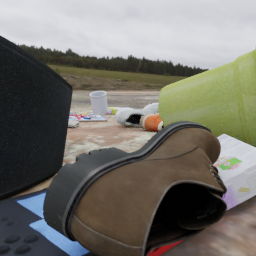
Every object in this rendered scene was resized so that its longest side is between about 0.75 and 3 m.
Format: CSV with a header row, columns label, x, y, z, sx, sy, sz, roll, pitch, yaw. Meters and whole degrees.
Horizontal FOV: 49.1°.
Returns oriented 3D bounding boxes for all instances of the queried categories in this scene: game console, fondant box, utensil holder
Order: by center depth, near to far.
label,x,y,z,sx,sy,sz,roll,pitch,yaw
game console,-0.539,1.131,3.754,2.701,0.419,2.388,-8,13,-41
fondant box,1.563,0.700,4.763,1.165,0.470,1.614,-28,10,0
utensil holder,-1.490,-1.305,14.533,0.862,1.014,0.862,-5,26,2

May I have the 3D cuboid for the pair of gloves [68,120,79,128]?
label,x,y,z,sx,sy,sz,roll,pitch,yaw
pair of gloves,-3.242,-0.138,11.103,2.046,0.422,2.407,2,11,13

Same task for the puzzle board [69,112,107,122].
label,x,y,z,sx,sy,sz,roll,pitch,yaw
puzzle board,-2.208,-0.585,14.334,1.911,0.221,2.535,-3,10,-14

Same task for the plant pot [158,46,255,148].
label,x,y,z,sx,sy,sz,roll,pitch,yaw
plant pot,2.200,-0.439,7.033,2.477,2.695,2.695,-9,5,27

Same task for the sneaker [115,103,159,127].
label,x,y,z,sx,sy,sz,roll,pitch,yaw
sneaker,0.804,-0.433,11.907,2.511,0.951,1.155,-11,20,-16

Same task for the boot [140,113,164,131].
label,x,y,z,sx,sy,sz,roll,pitch,yaw
boot,1.612,-0.267,11.128,2.115,0.794,1.134,-19,23,-38

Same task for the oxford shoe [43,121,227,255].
label,x,y,z,sx,sy,sz,roll,pitch,yaw
oxford shoe,0.572,0.651,3.152,1.197,1.031,2.837,22,25,31

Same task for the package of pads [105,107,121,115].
label,x,y,z,sx,sy,sz,roll,pitch,yaw
package of pads,-0.829,-0.998,16.268,1.080,0.368,0.834,2,10,10

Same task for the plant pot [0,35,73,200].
label,x,y,z,sx,sy,sz,roll,pitch,yaw
plant pot,-2.676,-0.152,5.362,2.775,2.782,2.468,7,-1,38
